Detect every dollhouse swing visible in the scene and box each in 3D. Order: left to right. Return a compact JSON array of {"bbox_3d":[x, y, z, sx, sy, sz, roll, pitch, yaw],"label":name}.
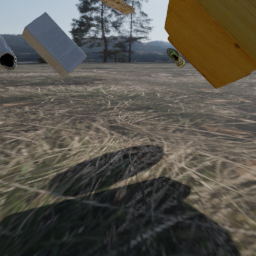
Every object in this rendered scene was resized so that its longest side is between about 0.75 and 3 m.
[{"bbox_3d":[2.470,-2.213,5.491,2.488,2.406,2.737,46,4,3],"label":"dollhouse swing"}]

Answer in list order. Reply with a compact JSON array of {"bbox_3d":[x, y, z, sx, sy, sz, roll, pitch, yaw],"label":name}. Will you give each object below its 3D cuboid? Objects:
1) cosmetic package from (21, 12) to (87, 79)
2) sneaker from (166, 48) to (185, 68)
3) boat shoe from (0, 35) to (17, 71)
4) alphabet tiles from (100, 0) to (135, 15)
[{"bbox_3d":[-1.035,-1.151,3.957,0.415,0.818,0.291,-51,17,-27],"label":"cosmetic package"},{"bbox_3d":[1.248,-1.951,7.511,0.335,0.291,0.757,28,23,-53],"label":"sneaker"},{"bbox_3d":[-3.157,-1.788,7.239,0.620,0.590,1.723,-35,1,-20],"label":"boat shoe"},{"bbox_3d":[-1.071,-3.902,7.856,2.637,0.192,2.579,22,15,-21],"label":"alphabet tiles"}]
